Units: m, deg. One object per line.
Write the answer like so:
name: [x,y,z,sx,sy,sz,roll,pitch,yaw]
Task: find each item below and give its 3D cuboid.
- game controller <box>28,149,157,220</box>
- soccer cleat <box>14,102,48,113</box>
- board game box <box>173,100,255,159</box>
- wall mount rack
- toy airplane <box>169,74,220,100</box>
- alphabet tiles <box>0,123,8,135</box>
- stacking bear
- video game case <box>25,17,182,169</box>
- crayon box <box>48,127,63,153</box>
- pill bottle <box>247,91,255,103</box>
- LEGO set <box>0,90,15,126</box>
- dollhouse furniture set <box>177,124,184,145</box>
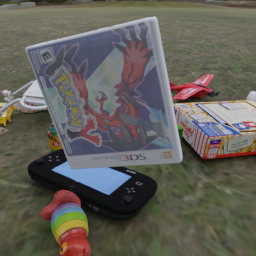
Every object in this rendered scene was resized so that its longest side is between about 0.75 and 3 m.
game controller: [-0.799,1.083,6.114,2.800,0.590,1.461,17,33,27]
soccer cleat: [-3.225,-0.815,9.814,1.417,0.491,0.550,-3,23,-21]
board game box: [2.931,-0.077,7.963,2.864,0.663,2.169,-4,28,-15]
wall mount rack: [-3.195,-0.898,9.309,2.447,1.050,2.816,7,28,-4]
toy airplane: [2.185,-1.584,11.121,2.894,0.532,2.894,-2,31,1]
alphabet tiles: [-4.495,0.023,8.648,1.551,0.059,1.297,18,33,30]
stacking bear: [-0.987,1.775,4.805,0.673,0.719,1.183,30,17,-38]
video game case: [-0.325,-0.348,4.288,1.987,2.181,0.251,-6,25,19]
crayon box: [-1.477,0.311,7.390,1.154,0.732,0.293,-5,29,-8]
pill bottle: [4.736,-0.722,9.182,1.543,0.866,0.866,23,36,37]
LEGO set: [-4.203,-0.459,8.820,0.657,0.812,1.765,0,35,9]
dollhouse furniture set: [0.928,-0.096,8.113,0.991,0.766,1.983,-5,29,-10]
